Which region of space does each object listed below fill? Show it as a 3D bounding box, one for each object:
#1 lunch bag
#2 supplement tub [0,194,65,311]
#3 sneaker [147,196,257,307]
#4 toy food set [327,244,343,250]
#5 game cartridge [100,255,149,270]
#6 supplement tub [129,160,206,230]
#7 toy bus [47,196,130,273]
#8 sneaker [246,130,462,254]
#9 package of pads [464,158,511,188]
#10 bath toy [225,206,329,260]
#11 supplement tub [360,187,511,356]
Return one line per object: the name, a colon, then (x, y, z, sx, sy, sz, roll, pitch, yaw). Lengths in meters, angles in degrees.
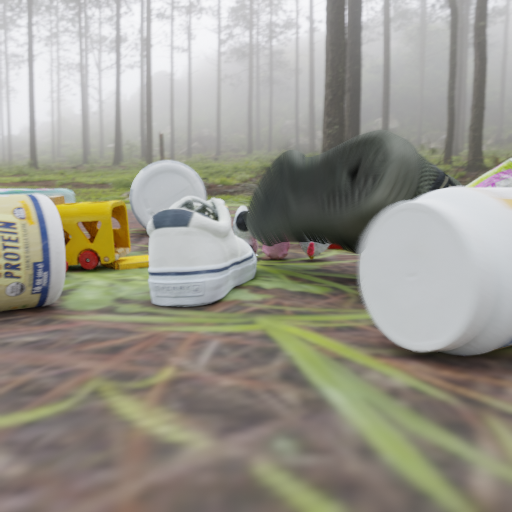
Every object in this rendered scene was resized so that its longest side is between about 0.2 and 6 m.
lunch bag: (-4.301, -0.666, 9.698, 2.065, 0.992, 2.574, -4, 7, -37)
supplement tub: (-2.174, -0.006, 4.201, 1.256, 0.907, 0.907, -5, 8, -35)
sneaker: (-0.463, -0.152, 5.585, 0.913, 0.885, 2.499, 0, 6, 2)
toy food set: (1.668, -0.686, 9.367, 2.301, 1.098, 1.035, 1, 6, 34)
game cartridge: (-1.551, 0.091, 7.051, 0.659, 0.107, 0.581, -8, 10, -34)
supplement tub: (-2.063, -1.329, 12.835, 1.627, 1.627, 2.656, -1, 7, -12)
toy bus: (-2.335, -0.300, 6.735, 1.628, 0.841, 1.537, -11, 13, -42)
sneaker: (1.083, -0.433, 6.196, 1.790, 1.195, 3.125, 25, -11, -25)
package of pads: (4.449, -0.917, 8.884, 2.172, 0.959, 2.812, -11, -7, -2)
bath toy: (0.192, -0.235, 7.699, 1.669, 0.726, 0.617, 5, 42, 13)
supplement tub: (1.387, 0.068, 3.353, 1.330, 0.962, 0.962, -5, 8, -32)
